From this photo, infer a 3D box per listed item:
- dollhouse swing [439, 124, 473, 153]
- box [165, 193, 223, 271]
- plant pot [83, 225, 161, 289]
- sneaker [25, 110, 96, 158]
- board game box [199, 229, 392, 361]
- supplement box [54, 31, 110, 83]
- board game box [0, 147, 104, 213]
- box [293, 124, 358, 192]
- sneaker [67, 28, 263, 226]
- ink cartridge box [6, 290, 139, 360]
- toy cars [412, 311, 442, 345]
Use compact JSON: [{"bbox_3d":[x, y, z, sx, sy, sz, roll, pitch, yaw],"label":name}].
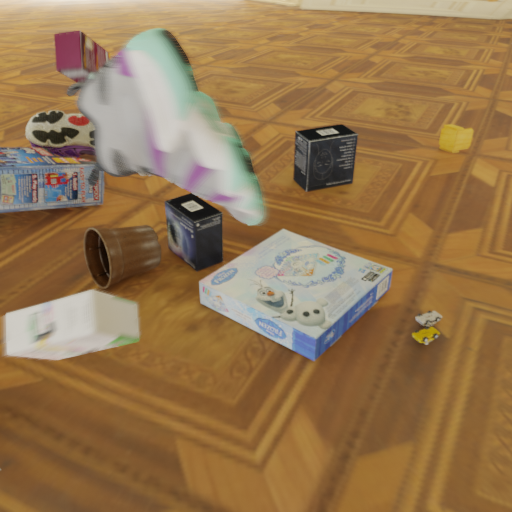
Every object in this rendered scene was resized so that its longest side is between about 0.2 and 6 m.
[{"bbox_3d":[5.218,-3.093,14.616,0.572,0.651,0.592,-23,38,-32],"label":"dollhouse swing"},{"bbox_3d":[-1.107,-0.430,9.996,0.626,1.007,1.015,-22,38,-31],"label":"box"},{"bbox_3d":[-2.237,-0.070,9.515,1.024,1.035,1.035,-16,35,-36],"label":"plant pot"},{"bbox_3d":[-4.204,-2.971,14.031,2.887,1.164,1.205,3,-13,-20],"label":"sneaker"},{"bbox_3d":[0.652,0.489,9.008,2.229,0.486,2.240,24,39,33],"label":"board game box"},{"bbox_3d":[-2.690,-3.040,8.757,0.439,0.565,1.025,-3,1,10],"label":"supplement box"},{"bbox_3d":[-4.898,-1.639,11.715,3.025,0.934,3.027,-4,20,-30],"label":"board game box"},{"bbox_3d":[1.552,-2.222,12.677,1.236,1.215,0.766,-12,34,-18],"label":"box"},{"bbox_3d":[-1.055,-1.047,6.116,1.659,2.371,0.922,-26,30,13],"label":"sneaker"},{"bbox_3d":[-1.700,0.668,5.209,0.973,0.705,0.409,-15,71,18],"label":"ink cartridge box"},{"bbox_3d":[2.542,1.089,8.357,0.381,0.188,0.849,13,31,16],"label":"toy cars"}]
